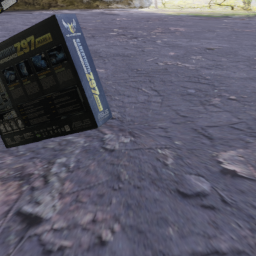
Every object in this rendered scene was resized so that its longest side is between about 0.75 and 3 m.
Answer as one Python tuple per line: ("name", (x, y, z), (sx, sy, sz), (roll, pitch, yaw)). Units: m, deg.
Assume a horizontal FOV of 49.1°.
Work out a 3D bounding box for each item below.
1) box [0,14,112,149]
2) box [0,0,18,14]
("box", (-1.187, -0.520, 3.650), (1.703, 1.343, 0.434), (-13, 16, 28))
("box", (-3.211, -2.598, 5.507), (1.560, 1.258, 0.383), (-44, -1, -15))
